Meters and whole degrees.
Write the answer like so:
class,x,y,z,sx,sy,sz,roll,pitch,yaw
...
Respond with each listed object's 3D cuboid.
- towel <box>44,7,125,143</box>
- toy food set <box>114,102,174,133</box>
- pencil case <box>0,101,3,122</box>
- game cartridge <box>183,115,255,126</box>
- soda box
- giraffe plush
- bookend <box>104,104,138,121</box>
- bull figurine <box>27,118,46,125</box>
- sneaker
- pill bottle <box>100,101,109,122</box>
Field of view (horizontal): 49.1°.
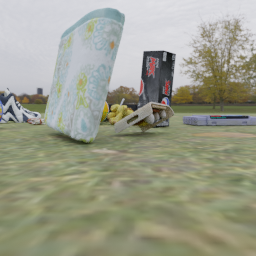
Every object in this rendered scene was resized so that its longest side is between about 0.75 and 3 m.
class,x,y,z,sx,sy,sz,roll,pitch,yaw
towel,-1.115,-1.116,6.378,0.715,2.543,2.970,10,1,-28
toy food set,0.468,-0.169,7.185,1.089,0.458,1.518,-31,-15,25
pencil case,-5.252,-0.448,8.576,1.052,1.171,2.696,-40,-20,31
game cartridge,3.860,-0.344,11.799,2.667,0.512,1.729,0,0,-8
soda box,1.012,-1.397,10.141,0.947,2.676,0.847,11,9,42
giraffe plush,-0.157,-0.541,11.775,0.954,1.176,1.015,27,17,-39
bookend,-0.656,-0.756,14.352,1.971,0.914,1.984,-3,6,-28
bull figurine,-3.773,-0.269,11.715,0.528,0.283,0.869,3,5,36
sneaker,-5.499,-1.109,13.741,2.601,1.693,1.038,-3,6,-41
pill bottle,-1.532,-0.799,12.405,1.227,1.227,2.209,1,4,8
